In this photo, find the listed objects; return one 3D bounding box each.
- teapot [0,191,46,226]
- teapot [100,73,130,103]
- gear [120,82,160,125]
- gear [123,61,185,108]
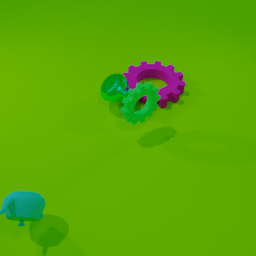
[{"bbox_3d":[-2.087,1.605,5.537,0.806,1.296,0.635,-9,62,18],"label":"teapot"},{"bbox_3d":[-0.317,-1.119,8.344,0.937,0.738,1.507,-54,40,-1],"label":"teapot"},{"bbox_3d":[0.331,-0.631,7.269,1.134,1.134,0.210,-28,47,-24],"label":"gear"},{"bbox_3d":[0.818,-1.478,9.236,2.047,0.379,2.047,0,47,0],"label":"gear"}]
